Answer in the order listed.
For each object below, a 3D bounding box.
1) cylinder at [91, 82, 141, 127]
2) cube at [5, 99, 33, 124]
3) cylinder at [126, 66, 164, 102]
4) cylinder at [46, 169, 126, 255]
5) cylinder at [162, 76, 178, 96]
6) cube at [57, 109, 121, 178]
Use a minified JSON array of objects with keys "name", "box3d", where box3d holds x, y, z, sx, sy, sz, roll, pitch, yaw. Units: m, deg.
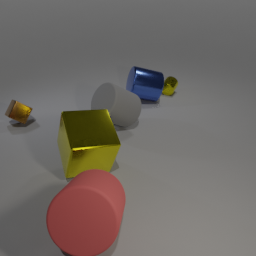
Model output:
[{"name":"cylinder","box3d":[-0.445,-0.852,10.642,1.400,1.400,1.400,19,11,-44]},{"name":"cube","box3d":[-4.334,-0.646,11.090,0.700,0.700,0.700,28,-7,-36]},{"name":"cylinder","box3d":[0.762,-2.025,12.944,1.400,1.400,1.400,10,27,-15]},{"name":"cylinder","box3d":[-0.800,1.695,5.876,1.400,1.400,1.400,2,5,4]},{"name":"cylinder","box3d":[2.054,-2.093,13.927,0.700,0.700,0.700,15,48,25]},{"name":"cube","box3d":[-1.203,0.435,8.216,1.400,1.400,1.400,-5,51,-24]}]
